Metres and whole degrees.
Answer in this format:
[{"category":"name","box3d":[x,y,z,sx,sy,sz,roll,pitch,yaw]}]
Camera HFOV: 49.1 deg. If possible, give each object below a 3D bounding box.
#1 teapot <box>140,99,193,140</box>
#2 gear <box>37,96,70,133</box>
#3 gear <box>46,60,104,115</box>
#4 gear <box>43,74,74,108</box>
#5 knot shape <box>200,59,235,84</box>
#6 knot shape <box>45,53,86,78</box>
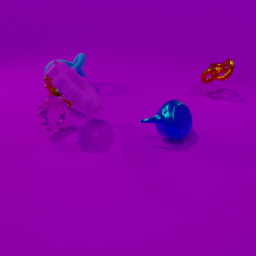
[{"category":"teapot","box3d":[1.224,-0.211,8.192,1.925,1.197,0.943,1,-9,-42]},{"category":"gear","box3d":[-2.228,-0.416,8.502,0.204,1.102,1.102,3,27,34]},{"category":"gear","box3d":[-1.523,-1.194,8.239,0.347,1.877,1.877,-43,29,14]},{"category":"gear","box3d":[-2.374,-1.326,9.757,1.349,1.349,0.250,21,47,32]},{"category":"knot shape","box3d":[3.584,-2.254,11.023,1.402,0.648,1.312,-17,16,37]},{"category":"knot shape","box3d":[-2.357,-2.410,11.480,1.730,0.854,1.848,-27,-4,35]}]
